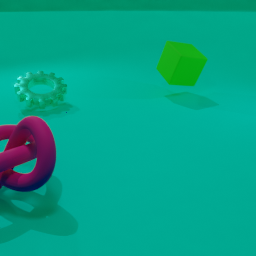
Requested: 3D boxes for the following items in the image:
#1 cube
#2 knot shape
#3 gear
[{"bbox_3d":[1.847,-2.240,9.796,1.118,1.118,1.118,-1,42,-26],"label":"cube"},{"bbox_3d":[-1.871,0.472,4.698,1.749,0.864,1.869,-14,35,31],"label":"knot shape"},{"bbox_3d":[-2.802,-1.261,9.074,1.594,0.295,1.594,7,45,-7],"label":"gear"}]
